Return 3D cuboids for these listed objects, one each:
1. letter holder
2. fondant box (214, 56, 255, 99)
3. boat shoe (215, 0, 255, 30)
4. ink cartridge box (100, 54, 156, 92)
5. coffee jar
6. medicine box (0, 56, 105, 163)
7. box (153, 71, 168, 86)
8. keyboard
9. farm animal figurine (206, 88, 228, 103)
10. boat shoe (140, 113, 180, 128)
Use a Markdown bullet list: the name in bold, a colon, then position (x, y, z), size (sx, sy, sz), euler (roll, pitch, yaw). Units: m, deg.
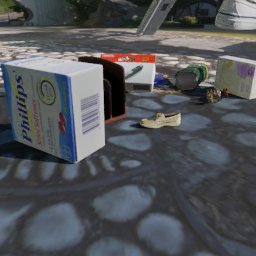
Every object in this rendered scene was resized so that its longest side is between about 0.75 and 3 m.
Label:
- **letter holder**: position (-1.375, -1.380, 9.426), size (1.298, 1.835, 2.582), euler (-20, 31, -38)
- **fondant box**: position (4.577, -2.156, 11.718), size (0.569, 1.410, 1.955), euler (-13, 27, -28)
- **boat shoe**: position (3.064, -2.783, 6.502), size (2.593, 0.866, 0.954), euler (-21, 43, -39)
- **ink cartridge box**: position (-0.175, -2.743, 12.702), size (2.813, 0.612, 2.441), euler (4, 56, 8)
- **coffee jar**: position (2.997, -2.415, 12.921), size (1.096, 0.897, 2.101), euler (4, 23, 30)
- **medicine box**: position (-1.871, -0.568, 7.161), size (2.372, 2.160, 1.221), euler (14, 28, 29)
- **box**: position (0.427, -2.578, 13.891), size (1.735, 0.464, 2.865), euler (-18, 31, -35)
- **keyboard**: position (1.123, -4.086, 9.420), size (0.839, 0.159, 2.982), euler (-15, -15, -25)
- **farm animal figurine**: position (3.343, -1.197, 10.767), size (0.959, 0.500, 0.949), euler (-16, 15, -16)
- **boat shoe**: position (1.001, -0.273, 8.672), size (1.277, 0.415, 0.461), euler (-3, 24, -7)
